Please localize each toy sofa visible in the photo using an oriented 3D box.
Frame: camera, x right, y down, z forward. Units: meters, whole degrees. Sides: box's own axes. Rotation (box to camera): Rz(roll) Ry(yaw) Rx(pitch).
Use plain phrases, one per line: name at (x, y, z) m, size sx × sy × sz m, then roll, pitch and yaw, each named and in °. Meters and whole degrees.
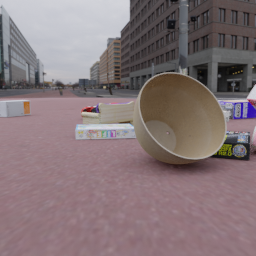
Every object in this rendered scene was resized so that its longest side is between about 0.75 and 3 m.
toy sofa at (-0.640, -0.454, 10.102) m, size 0.846 × 0.997 × 2.043 m, roll 7°, pitch 11°, yaw 40°

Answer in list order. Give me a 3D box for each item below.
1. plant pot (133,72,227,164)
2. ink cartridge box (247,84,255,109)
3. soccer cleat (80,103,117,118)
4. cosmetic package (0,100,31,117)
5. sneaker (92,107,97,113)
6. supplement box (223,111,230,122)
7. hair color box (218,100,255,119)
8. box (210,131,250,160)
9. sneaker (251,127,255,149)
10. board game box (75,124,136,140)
plant pot at (0.817, -0.022, 5.497) m, size 1.763 × 1.763 × 1.183 m, roll -3°, pitch -24°, yaw -23°
ink cartridge box at (4.174, -0.605, 7.843) m, size 1.344 × 0.567 × 0.973 m, roll 36°, pitch -6°, yaw -28°
soccer cleat at (-1.068, -0.804, 13.441) m, size 2.392 × 0.821 × 1.019 m, roll -5°, pitch 12°, yaw -2°
cosmetic package at (-6.041, -1.056, 15.030) m, size 0.589 × 0.838 × 1.653 m, roll 5°, pitch 10°, yaw 27°
sneaker at (-0.843, -0.613, 11.412) m, size 1.374 × 0.681 × 0.486 m, roll -4°, pitch -10°, yaw -8°
supplement box at (4.052, -0.568, 12.871) m, size 0.773 × 0.451 × 1.227 m, roll 0°, pitch 8°, yaw -1°
hair color box at (5.930, -1.002, 14.451) m, size 2.836 × 0.919 × 1.550 m, roll -6°, pitch 10°, yaw -25°
box at (2.143, 0.341, 6.554) m, size 1.324 × 0.366 × 1.652 m, roll 3°, pitch 9°, yaw 23°
sneaker at (3.608, 0.182, 6.528) m, size 1.034 × 0.744 × 1.977 m, roll 9°, pitch 14°, yaw 33°
board game box at (-0.708, 0.095, 8.604) m, size 1.753 × 0.300 × 1.178 m, roll -1°, pitch 7°, yaw -8°
